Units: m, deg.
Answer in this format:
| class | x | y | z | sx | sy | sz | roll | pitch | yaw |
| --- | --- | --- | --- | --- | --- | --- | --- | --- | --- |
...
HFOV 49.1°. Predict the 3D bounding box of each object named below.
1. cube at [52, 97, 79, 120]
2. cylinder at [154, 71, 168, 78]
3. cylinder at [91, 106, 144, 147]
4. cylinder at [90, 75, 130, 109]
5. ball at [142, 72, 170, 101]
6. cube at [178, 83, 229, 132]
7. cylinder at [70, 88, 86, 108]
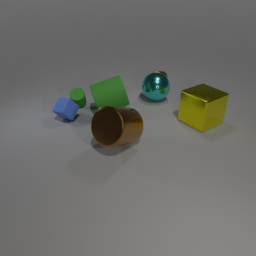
| class | x | y | z | sx | sy | sz | roll | pitch | yaw |
| --- | --- | --- | --- | --- | --- | --- | --- | --- | --- |
| cube | -2.659 | -0.826 | 11.991 | 0.700 | 0.700 | 0.700 | 12 | 71 | 36 |
| cylinder | 1.686 | -2.735 | 15.156 | 0.700 | 0.700 | 0.700 | 19 | 19 | 29 |
| cylinder | -0.369 | -0.068 | 10.055 | 1.400 | 1.400 | 1.400 | 20 | 12 | 30 |
| cylinder | -0.805 | -1.459 | 12.443 | 1.400 | 1.400 | 1.400 | -20 | 33 | -1 |
| ball | 1.364 | -2.020 | 13.710 | 1.400 | 1.400 | 1.400 | 0 | 31 | 0 |
| cube | 3.139 | -0.888 | 11.811 | 1.400 | 1.400 | 1.400 | -21 | 37 | -31 |
| cylinder | -2.332 | -1.407 | 13.097 | 0.700 | 0.700 | 0.700 | 1 | 63 | -2 |
